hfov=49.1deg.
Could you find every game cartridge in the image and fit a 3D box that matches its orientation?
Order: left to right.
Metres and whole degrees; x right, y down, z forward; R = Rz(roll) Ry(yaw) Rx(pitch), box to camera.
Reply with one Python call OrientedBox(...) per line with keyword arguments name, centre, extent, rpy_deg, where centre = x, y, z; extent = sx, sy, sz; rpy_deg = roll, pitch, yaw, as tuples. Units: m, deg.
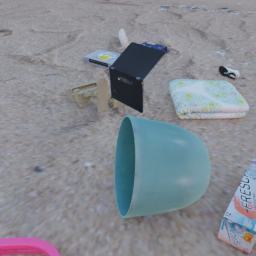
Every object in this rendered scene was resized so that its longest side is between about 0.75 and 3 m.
OrientedBox(name="game cartridge", centre=(-1.086, -3.471, 14.144), extent=(1.993, 0.403, 1.329), rpy_deg=(21, 37, 27))

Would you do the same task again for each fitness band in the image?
OrientedBox(name="fitness band", centre=(-2.232, 2.782, 5.184), extent=(2.075, 0.388, 1.490), rpy_deg=(-2, 35, -1))

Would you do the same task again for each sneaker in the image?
OrientedBox(name="sneaker", centre=(4.704, -2.561, 12.901), extent=(0.591, 0.388, 1.028), rpy_deg=(-16, 45, -36))

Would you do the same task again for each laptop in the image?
OrientedBox(name="laptop", centre=(0.219, -1.340, 7.266), extent=(0.817, 1.409, 1.319), rpy_deg=(-23, 37, -32))

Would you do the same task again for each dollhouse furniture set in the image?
OrientedBox(name="dollhouse furniture set", centre=(-1.201, -1.767, 10.637), extent=(1.826, 1.564, 1.920), rpy_deg=(-21, 40, -27))

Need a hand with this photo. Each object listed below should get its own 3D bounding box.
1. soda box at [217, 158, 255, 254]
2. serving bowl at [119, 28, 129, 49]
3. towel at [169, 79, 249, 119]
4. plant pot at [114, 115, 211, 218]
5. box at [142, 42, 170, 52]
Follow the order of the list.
OrientedBox(name="soda box", centre=(2.820, 1.673, 6.413), extent=(0.715, 0.769, 2.250), rpy_deg=(21, 40, 28))
OrientedBox(name="serving bowl", centre=(-0.178, -3.368, 10.670), extent=(0.257, 0.782, 0.782), rpy_deg=(-19, 36, 3))
OrientedBox(name="towel", centre=(2.956, -1.151, 10.593), extent=(2.573, 0.620, 2.203), rpy_deg=(-1, 34, -2))
OrientedBox(name="plant pot", centre=(0.758, 0.898, 6.443), extent=(1.800, 2.243, 2.243), rpy_deg=(4, 34, -13))
OrientedBox(name="box", centre=(1.124, -4.222, 15.207), extent=(1.412, 0.378, 2.332), rpy_deg=(24, 41, 31))
